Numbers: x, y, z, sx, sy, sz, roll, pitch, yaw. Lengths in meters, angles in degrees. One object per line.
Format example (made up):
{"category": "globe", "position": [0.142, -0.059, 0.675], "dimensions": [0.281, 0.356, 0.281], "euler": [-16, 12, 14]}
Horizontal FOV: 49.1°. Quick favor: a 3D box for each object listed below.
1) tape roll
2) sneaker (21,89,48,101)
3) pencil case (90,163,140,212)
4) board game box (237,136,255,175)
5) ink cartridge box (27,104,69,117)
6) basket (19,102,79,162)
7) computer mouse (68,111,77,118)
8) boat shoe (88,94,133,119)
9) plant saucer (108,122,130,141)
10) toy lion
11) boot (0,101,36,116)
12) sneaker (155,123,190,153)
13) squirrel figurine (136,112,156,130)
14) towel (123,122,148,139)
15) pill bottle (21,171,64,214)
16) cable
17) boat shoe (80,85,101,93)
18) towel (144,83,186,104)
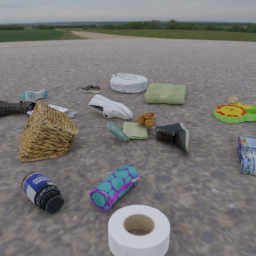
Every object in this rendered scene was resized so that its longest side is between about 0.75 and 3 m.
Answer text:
{"category": "tape roll", "position": [0.210, 2.081, 5.565], "dimensions": [1.237, 0.433, 1.237], "euler": [1, 23, 0]}
{"category": "sneaker", "position": [-4.945, -1.700, 14.754], "dimensions": [1.408, 0.546, 0.642], "euler": [-12, 11, -39]}
{"category": "pencil case", "position": [-0.279, 1.438, 6.888], "dimensions": [0.662, 0.610, 1.433], "euler": [1, 20, 34]}
{"category": "board game box", "position": [4.249, 0.852, 8.415], "dimensions": [1.672, 0.516, 1.673], "euler": [5, 23, 14]}
{"category": "ink cartridge box", "position": [-3.489, -0.645, 12.319], "dimensions": [1.287, 0.282, 1.300], "euler": [16, 29, 33]}
{"category": "basket", "position": [-2.693, 0.298, 9.575], "dimensions": [1.497, 1.563, 2.098], "euler": [26, 9, -29]}
{"category": "computer mouse", "position": [-2.476, -0.500, 12.162], "dimensions": [0.422, 0.169, 0.770], "euler": [6, 28, 25]}
{"category": "boat shoe", "position": [-0.789, -0.751, 12.182], "dimensions": [2.179, 0.802, 0.712], "euler": [23, 63, 33]}
{"category": "plant saucer", "position": [-0.380, 0.184, 9.833], "dimensions": [0.189, 0.982, 0.982], "euler": [-51, 42, -12]}
{"category": "toy lion", "position": [4.799, -0.680, 12.144], "dimensions": [1.921, 0.660, 1.841], "euler": [15, 34, 31]}
{"category": "boot", "position": [-5.119, -0.873, 12.341], "dimensions": [1.774, 0.706, 2.038], "euler": [0, 20, 1]}
{"category": "sneaker", "position": [1.483, 0.371, 9.492], "dimensions": [1.053, 0.741, 1.982], "euler": [-5, 14, 2]}
{"category": "squirrel figurine", "position": [0.682, -0.228, 10.611], "dimensions": [0.792, 0.560, 0.739], "euler": [6, 30, 6]}
{"category": "towel", "position": [0.263, 0.094, 10.578], "dimensions": [0.982, 0.242, 1.324], "euler": [3, 22, 0]}
{"category": "pill bottle", "position": [-1.995, 1.526, 6.605], "dimensions": [0.624, 0.624, 1.116], "euler": [-20, 34, -39]}
{"category": "cable", "position": [0.044, -2.625, 16.519], "dimensions": [2.176, 0.753, 2.176], "euler": [3, 23, 4]}
{"category": "boat shoe", "position": [-2.147, -2.283, 16.095], "dimensions": [1.312, 0.425, 0.472], "euler": [10, 24, 22]}
{"category": "towel", "position": [2.035, -1.850, 14.940], "dimensions": [2.143, 0.527, 2.888], "euler": [5, 22, 9]}
